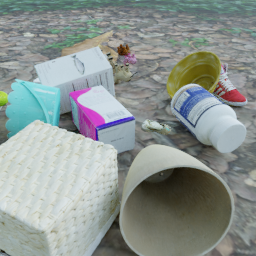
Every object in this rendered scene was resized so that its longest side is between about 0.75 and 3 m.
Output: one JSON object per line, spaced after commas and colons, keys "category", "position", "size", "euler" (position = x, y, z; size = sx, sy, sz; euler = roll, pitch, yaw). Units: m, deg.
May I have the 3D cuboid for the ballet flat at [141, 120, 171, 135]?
{"category": "ballet flat", "position": [0.858, -0.077, 9.649], "size": [1.345, 0.506, 0.456], "euler": [12, 72, 46]}

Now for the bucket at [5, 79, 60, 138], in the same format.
{"category": "bucket", "position": [-3.355, -0.533, 10.205], "size": [1.536, 2.361, 2.361], "euler": [5, 33, -8]}

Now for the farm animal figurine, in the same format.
{"category": "farm animal figurine", "position": [-0.733, -3.213, 15.124], "size": [2.750, 1.450, 2.781], "euler": [-7, 40, 11]}

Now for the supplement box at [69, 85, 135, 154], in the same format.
{"category": "supplement box", "position": [-1.039, -0.318, 10.540], "size": [1.432, 1.463, 2.830], "euler": [-17, 40, -23]}

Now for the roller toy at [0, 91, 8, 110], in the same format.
{"category": "roller toy", "position": [-6.887, -1.512, 11.905], "size": [2.548, 1.952, 2.793], "euler": [29, 43, 36]}

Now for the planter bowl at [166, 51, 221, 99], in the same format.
{"category": "planter bowl", "position": [3.251, -2.130, 13.099], "size": [2.724, 1.134, 2.724], "euler": [-23, 51, 31]}

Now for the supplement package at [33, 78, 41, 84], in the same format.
{"category": "supplement package", "position": [-3.970, -2.200, 13.975], "size": [0.819, 0.809, 1.350], "euler": [8, 35, 12]}

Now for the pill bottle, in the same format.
{"category": "pill bottle", "position": [2.965, -0.379, 10.504], "size": [1.613, 1.613, 2.907], "euler": [-12, 36, -17]}

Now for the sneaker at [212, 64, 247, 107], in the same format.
{"category": "sneaker", "position": [4.598, -2.138, 13.249], "size": [0.950, 1.499, 2.666], "euler": [-17, 37, -23]}

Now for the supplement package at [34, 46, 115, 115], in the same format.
{"category": "supplement package", "position": [-2.246, -2.036, 12.162], "size": [2.905, 1.704, 1.698], "euler": [-21, 53, -14]}

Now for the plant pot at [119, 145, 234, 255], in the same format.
{"category": "plant pot", "position": [0.947, 1.489, 7.286], "size": [2.527, 2.527, 2.698], "euler": [-3, 20, -5]}

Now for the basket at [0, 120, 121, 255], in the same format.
{"category": "basket", "position": [-2.026, 1.700, 6.787], "size": [2.870, 2.329, 2.896], "euler": [17, 39, 22]}
